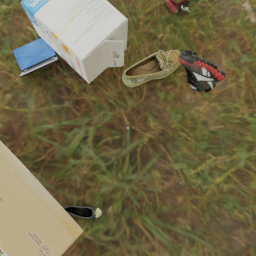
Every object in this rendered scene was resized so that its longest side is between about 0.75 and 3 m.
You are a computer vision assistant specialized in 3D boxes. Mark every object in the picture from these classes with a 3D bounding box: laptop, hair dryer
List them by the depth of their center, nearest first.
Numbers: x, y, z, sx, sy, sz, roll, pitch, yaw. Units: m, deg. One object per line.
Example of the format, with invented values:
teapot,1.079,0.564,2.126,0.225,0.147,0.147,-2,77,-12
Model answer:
laptop,-2.776,-2.144,8.280,1.171,1.251,0.725,-26,114,-5
hair dryer,1.589,-3.903,8.899,0.920,0.250,0.701,22,62,0

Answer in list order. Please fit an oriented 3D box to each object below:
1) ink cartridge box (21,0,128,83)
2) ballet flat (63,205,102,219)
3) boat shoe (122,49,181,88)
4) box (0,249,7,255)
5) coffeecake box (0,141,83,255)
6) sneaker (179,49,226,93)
ink cartridge box,-1.266,-2.695,7.849,2.632,1.692,1.648,44,81,8
ballet flat,-1.249,2.299,7.607,1.067,0.303,0.355,3,79,1
boat shoe,0.754,-1.789,8.243,1.950,0.611,0.715,-28,80,-5
box,-3.725,3.396,7.314,1.580,0.452,2.310,-14,79,-3
coffeecake box,-2.064,1.285,5.061,0.966,2.643,2.029,-43,97,-22
sneaker,1.231,-0.948,4.922,0.581,1.189,0.420,-54,47,20
